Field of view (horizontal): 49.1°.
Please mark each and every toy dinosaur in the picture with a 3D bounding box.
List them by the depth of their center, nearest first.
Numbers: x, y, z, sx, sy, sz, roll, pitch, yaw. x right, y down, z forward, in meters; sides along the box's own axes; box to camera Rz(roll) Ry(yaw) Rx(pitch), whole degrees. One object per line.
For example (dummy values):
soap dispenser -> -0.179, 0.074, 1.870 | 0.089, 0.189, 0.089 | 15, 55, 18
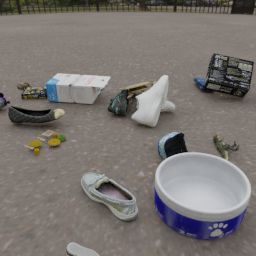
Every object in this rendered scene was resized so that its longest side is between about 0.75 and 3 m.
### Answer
toy dinosaur -> 3.599, 0.718, 10.170 | 0.748, 0.403, 1.698 | -12, 28, 9

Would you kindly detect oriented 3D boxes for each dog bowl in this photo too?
dog bowl -> 1.961, 1.753, 7.694 | 2.483, 0.978, 2.483 | 0, 29, 0

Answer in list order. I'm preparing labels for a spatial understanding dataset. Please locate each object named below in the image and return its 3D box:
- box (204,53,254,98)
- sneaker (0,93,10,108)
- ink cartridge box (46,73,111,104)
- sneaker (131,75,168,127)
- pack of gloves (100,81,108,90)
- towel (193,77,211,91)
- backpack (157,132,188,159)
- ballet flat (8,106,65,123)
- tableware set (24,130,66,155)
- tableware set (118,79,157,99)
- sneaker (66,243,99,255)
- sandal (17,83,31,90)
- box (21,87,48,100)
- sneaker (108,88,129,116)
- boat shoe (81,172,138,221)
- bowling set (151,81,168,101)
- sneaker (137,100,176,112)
box -> 5.243, -2.744, 14.614 | 2.126, 0.916, 1.741 | 14, 71, 7
sneaker -> -6.832, -1.535, 13.724 | 1.154, 0.981, 2.637 | -22, 45, -39
ink cartridge box -> -2.469, -2.029, 14.415 | 2.939, 0.997, 1.705 | 5, 30, 8
sneaker -> 0.996, -1.371, 12.406 | 1.233, 1.049, 2.787 | 13, 56, 19
pack of gloves -> -2.180, -2.590, 16.089 | 1.857, 0.366, 1.560 | 3, 30, 5
towel -> 4.291, -2.483, 15.857 | 0.800, 0.348, 1.432 | 7, 27, -12
backpack -> 1.485, 0.652, 9.830 | 0.966, 0.884, 0.710 | -22, 14, -30
ballet flat -> -3.901, -0.609, 11.830 | 2.442, 0.694, 0.812 | -2, 24, 4
tableware set -> -3.080, 0.575, 10.626 | 0.983, 0.224, 1.460 | 16, 32, 22
tableware set -> 0.460, -1.894, 13.921 | 1.802, 0.546, 2.727 | -15, 9, -1
sneaker -> -0.997, 2.914, 6.336 | 0.879, 0.349, 0.345 | 30, 40, 3
sandal -> -5.721, -2.333, 15.646 | 1.230, 0.336, 0.503 | 22, 36, 34
box -> -4.860, -1.856, 14.822 | 1.312, 0.324, 1.048 | -3, 28, -5
sneaker -> -0.416, -1.329, 13.368 | 0.876, 0.833, 2.209 | 1, 29, 5
boat shoe -> -0.562, 1.770, 7.958 | 0.793, 0.690, 2.150 | -23, 37, -35
bowling set -> 1.345, -1.602, 14.076 | 0.909, 1.305, 0.701 | -35, 6, 28
sneaker -> 1.277, -0.916, 12.977 | 1.825, 0.642, 0.731 | 7, 55, 3
